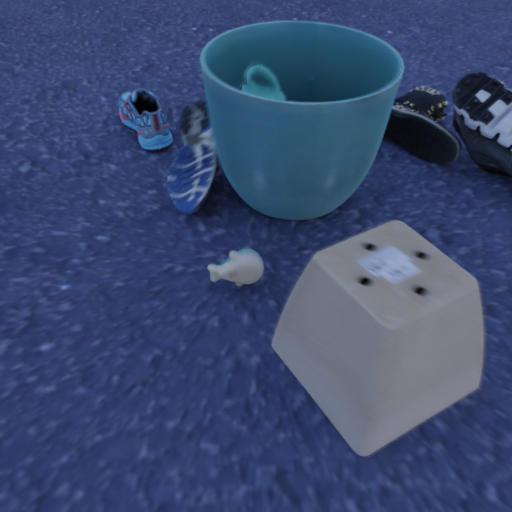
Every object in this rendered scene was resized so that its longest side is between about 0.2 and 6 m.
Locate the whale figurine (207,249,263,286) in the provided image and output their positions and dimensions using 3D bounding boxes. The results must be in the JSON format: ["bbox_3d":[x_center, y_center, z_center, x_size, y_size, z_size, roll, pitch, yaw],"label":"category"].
[{"bbox_3d":[-0.320,0.163,8.830,0.867,0.690,0.450,-10,39,5],"label":"whale figurine"}]

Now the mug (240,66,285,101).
[{"bbox_3d":[0.127,-2.370,9.420,0.800,1.293,1.063,2,56,-7],"label":"mug"}]

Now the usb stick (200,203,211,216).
[{"bbox_3d":[-1.026,-0.959,10.615,0.096,0.163,0.588,-14,44,-33],"label":"usb stick"}]

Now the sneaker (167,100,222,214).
[{"bbox_3d":[-1.002,-1.812,10.948,0.938,1.037,2.435,-2,64,22],"label":"sneaker"}]

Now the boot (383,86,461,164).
[{"bbox_3d":[3.844,-3.026,12.447,1.850,0.884,2.450,-28,49,-31],"label":"boot"}]

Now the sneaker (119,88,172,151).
[{"bbox_3d":[-2.485,-3.334,12.606,0.914,1.101,2.305,-20,45,-21],"label":"sneaker"}]

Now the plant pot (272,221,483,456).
[{"bbox_3d":[1.650,0.839,7.316,2.137,1.894,2.139,-22,47,-23],"label":"plant pot"}]

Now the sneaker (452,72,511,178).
[{"bbox_3d":[5.214,-2.003,11.017,1.190,1.620,3.580,-41,75,-3],"label":"sneaker"}]

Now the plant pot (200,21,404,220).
[{"bbox_3d":[0.720,-2.318,10.231,3.385,2.717,3.385,1,41,-1],"label":"plant pot"}]
